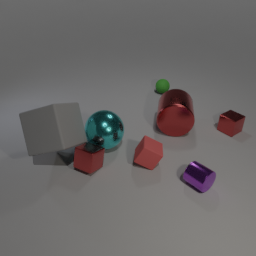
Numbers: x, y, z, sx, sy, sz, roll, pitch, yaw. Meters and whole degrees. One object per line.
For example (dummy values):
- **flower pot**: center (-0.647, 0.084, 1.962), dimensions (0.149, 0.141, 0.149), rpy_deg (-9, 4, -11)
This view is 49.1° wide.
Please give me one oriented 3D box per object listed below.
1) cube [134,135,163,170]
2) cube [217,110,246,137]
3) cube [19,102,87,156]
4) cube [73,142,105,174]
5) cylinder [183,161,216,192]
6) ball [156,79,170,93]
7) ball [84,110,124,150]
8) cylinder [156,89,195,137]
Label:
- **cube**: center (0.671, 0.807, 9.164), dimensions (0.700, 0.700, 0.700), rpy_deg (26, 31, -11)
- **cube**: center (4.023, -0.193, 10.938), dimensions (0.700, 0.700, 0.700), rpy_deg (-22, 39, -31)
- **cube**: center (-2.388, 0.012, 9.099), dimensions (1.400, 1.400, 1.400), rpy_deg (-12, 2, 23)
- **cube**: center (-1.251, 0.942, 9.014), dimensions (0.700, 0.700, 0.700), rpy_deg (17, 19, 24)
- **cylinder**: center (2.138, 1.446, 8.374), dimensions (0.700, 0.700, 0.700), rpy_deg (-25, 40, -34)
- **ball**: center (1.712, -2.076, 13.855), dimensions (0.700, 0.700, 0.700), rpy_deg (0, 33, 0)
- **ball**: center (-0.829, 0.068, 9.856), dimensions (1.400, 1.400, 1.400), rpy_deg (0, 33, 0)
- **cylinder**: center (1.852, -0.612, 10.929), dimensions (1.400, 1.400, 1.400), rpy_deg (4, 33, 7)
